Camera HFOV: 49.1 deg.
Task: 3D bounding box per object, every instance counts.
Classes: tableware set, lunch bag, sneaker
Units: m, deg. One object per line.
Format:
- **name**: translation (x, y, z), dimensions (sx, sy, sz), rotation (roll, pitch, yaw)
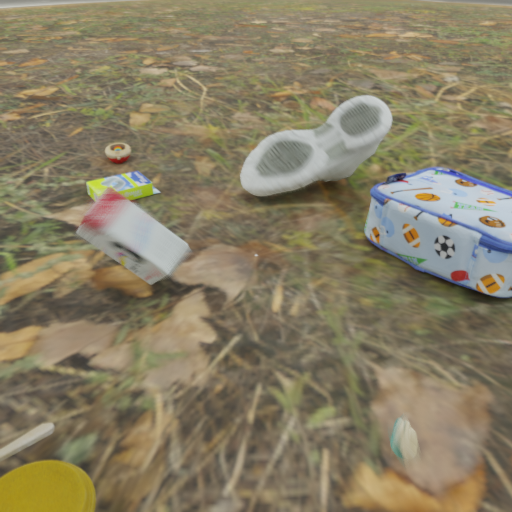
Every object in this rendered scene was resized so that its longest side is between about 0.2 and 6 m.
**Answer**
- **tableware set**: translation (-1.833, 2.791, 3.999), dimensions (2.213, 0.504, 3.285), rotation (-24, 40, -33)
- **lunch bag**: translation (3.398, -0.558, 9.089), dimensions (2.409, 1.136, 3.006), rotation (-19, 36, -32)
- **sneaker**: translation (1.237, -1.857, 11.225), dimensions (3.154, 1.567, 1.229), rotation (-23, 66, 1)

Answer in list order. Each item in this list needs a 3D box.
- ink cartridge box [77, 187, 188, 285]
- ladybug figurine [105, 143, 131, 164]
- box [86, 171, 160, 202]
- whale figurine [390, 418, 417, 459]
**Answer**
- **ink cartridge box**: translation (-1.766, -0.242, 7.950), dimensions (1.355, 0.987, 0.561), rotation (37, 66, -12)
- **ladybug figurine**: translation (-3.180, -2.356, 12.933), dimensions (0.581, 0.308, 0.856), rotation (-5, 31, -8)
- **box**: translation (-2.664, -1.364, 11.254), dimensions (1.260, 0.300, 0.768), rotation (-19, 36, -28)
- **whale figurine**: translation (1.426, 1.800, 5.539), dimensions (0.243, 0.468, 0.372), rotation (-8, 41, 31)
